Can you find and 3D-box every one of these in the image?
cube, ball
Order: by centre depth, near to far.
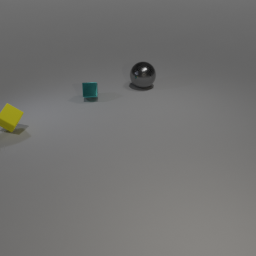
[{"bbox_3d":[-4.558,-0.383,10.774,0.700,0.700,0.700,31,56,-17],"label":"cube"},{"bbox_3d":[-1.834,-1.840,13.676,0.700,0.700,0.700,-3,3,-2],"label":"cube"},{"bbox_3d":[0.793,-2.829,14.954,1.400,1.400,1.400,0,29,0],"label":"ball"}]
